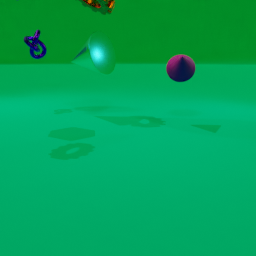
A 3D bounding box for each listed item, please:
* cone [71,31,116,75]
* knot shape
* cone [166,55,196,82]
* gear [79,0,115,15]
[{"bbox_3d":[-1.341,-2.274,9.069,1.371,1.365,1.365,-5,9,32],"label":"cone"},{"bbox_3d":[-3.391,-3.150,10.311,0.488,0.988,1.056,-1,-16,11],"label":"knot shape"},{"bbox_3d":[1.476,-1.799,7.735,0.842,0.842,0.845,2,-9,8],"label":"cone"},{"bbox_3d":[-1.158,-4.142,8.802,1.541,0.285,1.541,26,-1,0],"label":"gear"}]
